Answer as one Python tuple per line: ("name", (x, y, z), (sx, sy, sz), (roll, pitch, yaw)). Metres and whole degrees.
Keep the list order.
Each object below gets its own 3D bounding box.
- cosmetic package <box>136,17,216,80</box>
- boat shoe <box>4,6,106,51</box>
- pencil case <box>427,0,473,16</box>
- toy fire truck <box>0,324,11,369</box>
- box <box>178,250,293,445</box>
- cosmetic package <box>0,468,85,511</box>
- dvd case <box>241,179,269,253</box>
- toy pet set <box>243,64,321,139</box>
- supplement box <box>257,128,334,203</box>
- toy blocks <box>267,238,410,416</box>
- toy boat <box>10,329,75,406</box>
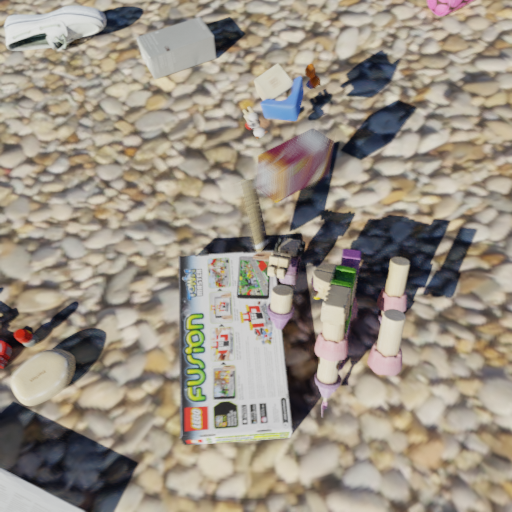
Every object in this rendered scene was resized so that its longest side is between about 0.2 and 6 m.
("cosmetic package", (-1.751, -4.634, 12.479), (1.545, 0.697, 0.825), (-26, 61, -11))
("boat shoe", (-4.537, -5.024, 12.716), (2.315, 0.851, 0.773), (-5, 76, 8))
("pencil case", (4.926, -6.472, 13.450), (1.736, 0.788, 0.813), (-30, 63, -18))
("toy fire truck", (-4.608, 1.300, 9.425), (1.253, 0.305, 0.884), (17, 63, 9))
("box", (-0.401, 1.409, 9.225), (1.711, 0.540, 3.109), (-3, 61, -2))
("cosmetic package", (-3.634, 3.618, 7.983), (2.359, 0.597, 0.974), (22, 63, 11))
("dvd case", (-0.016, -0.690, 9.407), (0.096, 0.892, 1.200), (-12, 96, 11))
("toy pet set", (0.585, -2.682, 9.889), (1.595, 1.490, 0.847), (-35, 77, 1))
("supplement box", (0.626, -1.465, 8.998), (1.207, 0.666, 0.517), (-32, 56, -27))
("toy blocks", (1.186, 1.105, 8.902), (2.273, 1.914, 2.125), (10, 30, 13))
("toy boat", (-3.523, 1.736, 9.104), (1.048, 0.580, 1.247), (-30, 73, -11))
